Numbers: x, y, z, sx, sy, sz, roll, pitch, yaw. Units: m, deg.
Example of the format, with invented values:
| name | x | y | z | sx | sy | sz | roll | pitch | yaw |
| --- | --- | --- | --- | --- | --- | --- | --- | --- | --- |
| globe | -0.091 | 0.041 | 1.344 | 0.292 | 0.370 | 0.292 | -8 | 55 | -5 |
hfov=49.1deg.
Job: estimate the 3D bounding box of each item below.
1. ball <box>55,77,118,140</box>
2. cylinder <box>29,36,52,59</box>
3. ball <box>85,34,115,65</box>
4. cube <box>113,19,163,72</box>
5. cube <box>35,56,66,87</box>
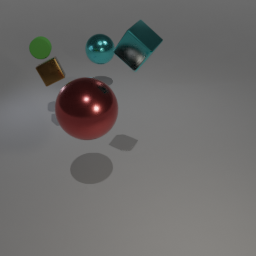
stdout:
| name | x | y | z | sx | sy | sz | roll | pitch | yaw |
| --- | --- | --- | --- | --- | --- | --- | --- | --- | --- |
| ball | -0.913 | -0.426 | 6.257 | 1.400 | 1.400 | 1.400 | 0 | 32 | 0 |
| cylinder | -3.033 | -2.795 | 9.741 | 0.700 | 0.700 | 0.700 | -6 | 24 | -10 |
| ball | -1.312 | -3.709 | 13.206 | 1.400 | 1.400 | 1.400 | 0 | 32 | 0 |
| cube | 0.224 | -1.844 | 6.295 | 0.700 | 0.700 | 0.700 | 41 | 47 | -5 |
| cube | -2.568 | -1.899 | 9.362 | 0.700 | 0.700 | 0.700 | -27 | 23 | -1 |
